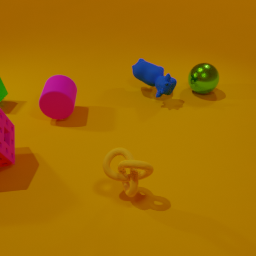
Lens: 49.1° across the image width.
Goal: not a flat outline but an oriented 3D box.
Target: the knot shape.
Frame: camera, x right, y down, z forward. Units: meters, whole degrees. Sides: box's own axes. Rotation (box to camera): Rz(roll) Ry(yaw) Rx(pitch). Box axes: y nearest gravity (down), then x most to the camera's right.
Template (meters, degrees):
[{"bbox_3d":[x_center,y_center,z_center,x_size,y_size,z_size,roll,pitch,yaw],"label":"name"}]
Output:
[{"bbox_3d":[0.058,0.953,6.245,1.069,1.143,0.528,-21,12,37],"label":"knot shape"}]

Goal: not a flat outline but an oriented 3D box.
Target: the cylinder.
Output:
[{"bbox_3d":[-2.273,-1.020,9.216,1.095,1.095,1.095,-2,38,-2],"label":"cylinder"}]

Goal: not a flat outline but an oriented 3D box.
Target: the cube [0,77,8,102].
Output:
[{"bbox_3d":[-4.807,-1.295,9.730,0.760,0.760,0.760,-6,34,12],"label":"cube"}]

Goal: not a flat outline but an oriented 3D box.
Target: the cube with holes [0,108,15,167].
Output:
[{"bbox_3d":[-3.650,0.298,7.067,1.170,1.170,1.170,-8,66,-5],"label":"cube with holes"}]

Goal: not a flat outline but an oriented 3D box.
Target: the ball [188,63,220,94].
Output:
[{"bbox_3d":[2.843,-1.870,10.557,1.154,1.154,1.154,0,36,0],"label":"ball"}]

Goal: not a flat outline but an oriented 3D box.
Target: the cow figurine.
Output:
[{"bbox_3d":[0.905,-1.845,10.182,1.719,0.944,1.691,25,22,-4],"label":"cow figurine"}]
